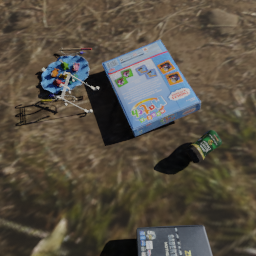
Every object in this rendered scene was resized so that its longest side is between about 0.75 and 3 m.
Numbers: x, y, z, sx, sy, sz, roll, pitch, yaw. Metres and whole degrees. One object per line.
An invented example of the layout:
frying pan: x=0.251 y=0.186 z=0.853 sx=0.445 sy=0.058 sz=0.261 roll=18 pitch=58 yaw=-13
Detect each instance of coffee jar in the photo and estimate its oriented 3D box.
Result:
coffee jar: x=2.154 y=0.538 z=8.011 sx=1.039 sy=0.443 sz=0.542 roll=-35 pitch=92 yaw=-20

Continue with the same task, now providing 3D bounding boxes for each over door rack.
over door rack: x=-1.629 y=-1.089 z=8.859 sx=1.256 sy=0.418 sz=0.928 roll=23 pitch=72 yaw=-32

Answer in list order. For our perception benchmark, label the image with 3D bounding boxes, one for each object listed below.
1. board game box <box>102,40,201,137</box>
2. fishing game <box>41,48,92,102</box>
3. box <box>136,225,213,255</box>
board game box: x=0.662 y=-1.393 z=9.106 sx=2.214 sy=0.536 sz=2.927 roll=-22 pitch=59 yaw=-2
fishing game: x=-2.195 y=-1.929 z=9.570 sx=1.790 sy=0.389 sz=2.500 roll=3 pitch=59 yaw=17
box: x=1.053 y=3.184 z=6.092 sx=1.672 sy=0.541 sz=2.121 roll=-1 pitch=37 yaw=0
